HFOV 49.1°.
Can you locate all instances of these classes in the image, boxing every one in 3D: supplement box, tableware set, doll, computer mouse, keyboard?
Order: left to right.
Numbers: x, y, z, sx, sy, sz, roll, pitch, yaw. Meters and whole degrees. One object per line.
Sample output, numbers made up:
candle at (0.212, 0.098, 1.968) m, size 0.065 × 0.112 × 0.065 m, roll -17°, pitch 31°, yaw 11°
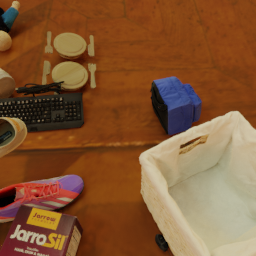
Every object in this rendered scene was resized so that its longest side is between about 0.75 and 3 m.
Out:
doll at (-4.397, -3.554, 9.019) m, size 2.007 × 0.713 × 2.942 m, roll -28°, pitch 60°, yaw -8°
keyboard at (-2.381, -0.572, 6.951) m, size 2.489 × 0.493 × 1.295 m, roll -5°, pitch 73°, yaw -4°
supplement box at (-1.628, 2.489, 4.785) m, size 1.112 × 0.863 × 2.016 m, roll 10°, pitch 56°, yaw 7°
tableware set at (-1.659, -1.872, 8.063) m, size 1.420 × 0.431 × 2.148 m, roll 2°, pitch 59°, yaw -12°
computer mouse at (0.745, 2.373, 5.332) m, size 0.221 × 0.129 × 0.755 m, roll 3°, pitch 47°, yaw -50°

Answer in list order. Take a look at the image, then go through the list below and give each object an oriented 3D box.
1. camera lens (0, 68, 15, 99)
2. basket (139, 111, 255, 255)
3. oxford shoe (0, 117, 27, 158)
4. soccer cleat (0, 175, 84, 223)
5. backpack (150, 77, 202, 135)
camera lens at (-3.600, -1.257, 7.425) m, size 0.978 × 0.782 × 0.782 m, roll 32°, pitch 61°, yaw 19°
basket at (1.593, 1.270, 5.088) m, size 2.169 × 1.760 × 2.189 m, roll -23°, pitch 58°, yaw -15°
oxford shoe at (-2.551, 0.493, 4.548) m, size 1.997 × 0.577 × 0.751 m, roll -43°, pitch 85°, yaw -17°
soccer cleat at (-1.870, 1.352, 5.659) m, size 1.982 × 0.725 × 0.676 m, roll -15°, pitch 57°, yaw -10°
backpack at (1.130, -0.615, 6.871) m, size 1.063 × 1.029 × 1.266 m, roll -14°, pitch 46°, yaw -12°
